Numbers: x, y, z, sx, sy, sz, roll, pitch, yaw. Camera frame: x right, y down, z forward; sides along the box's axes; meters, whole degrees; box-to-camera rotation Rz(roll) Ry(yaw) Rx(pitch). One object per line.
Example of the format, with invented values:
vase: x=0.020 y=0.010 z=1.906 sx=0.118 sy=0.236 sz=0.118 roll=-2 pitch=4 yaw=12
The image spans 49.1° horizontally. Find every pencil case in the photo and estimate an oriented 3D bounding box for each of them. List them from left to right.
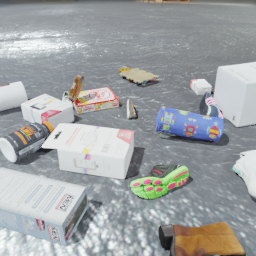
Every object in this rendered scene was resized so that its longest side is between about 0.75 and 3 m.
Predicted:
pencil case: x=2.394 y=-0.166 z=10.926 sx=2.603 sy=1.016 sz=1.130 roll=10 pitch=33 yaw=5

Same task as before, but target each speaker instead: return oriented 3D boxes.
speaker: x=-6.182 y=-1.267 z=12.822 sx=2.918 sy=1.185 sz=1.185 roll=-19 pitch=36 yaw=-27

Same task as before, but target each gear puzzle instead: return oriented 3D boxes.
gear puzzle: x=0.355 y=-3.098 z=16.618 sx=1.515 sy=0.383 sz=2.926 roll=-22 pitch=35 yaw=-28

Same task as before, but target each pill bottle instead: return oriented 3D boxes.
pill bottle: x=-3.608 y=0.411 z=10.262 sx=0.988 sy=0.988 sz=1.861 roll=22 pitch=37 yaw=31

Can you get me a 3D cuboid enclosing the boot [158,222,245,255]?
boot: x=1.819 y=3.024 z=6.621 sx=1.894 sy=0.648 sz=1.783 roll=2 pitch=23 yaw=-10

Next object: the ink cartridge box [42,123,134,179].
ink cartridge box: x=-1.324 y=0.733 z=9.765 sx=2.833 sy=0.956 sz=1.650 roll=8 pitch=33 yaw=9

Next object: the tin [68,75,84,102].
tin: x=-2.356 y=-1.802 z=12.756 sx=0.267 sy=1.275 sz=0.714 roll=20 pitch=-8 yaw=13

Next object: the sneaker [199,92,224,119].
sneaker: x=3.830 y=-0.930 z=12.870 sx=0.897 sy=0.767 sz=2.187 roll=22 pitch=34 yaw=-2

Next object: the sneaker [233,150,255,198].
sneaker: x=3.857 y=1.425 z=8.960 sx=1.019 sy=0.866 sz=2.302 roll=3 pitch=23 yaw=27

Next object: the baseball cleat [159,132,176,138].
baseball cleat: x=1.603 y=0.226 z=11.322 sx=0.781 sy=0.272 sz=0.416 roll=-3 pitch=16 yaw=-9

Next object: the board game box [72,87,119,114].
board game box: x=-1.642 y=-1.365 z=13.628 sx=2.001 sy=0.463 sz=1.516 roll=-12 pitch=34 yaw=-19

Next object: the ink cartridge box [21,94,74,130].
ink cartridge box: x=-3.505 y=-0.690 z=12.218 sx=1.893 sy=0.811 sz=1.397 roll=24 pitch=39 yaw=31

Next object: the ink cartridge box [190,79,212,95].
ink cartridge box: x=3.908 y=-2.200 z=14.996 sx=0.794 sy=0.463 sz=1.091 roll=-5 pitch=31 yaw=-8

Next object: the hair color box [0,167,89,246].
hair color box: x=-2.674 y=2.064 z=7.699 sx=2.824 sy=0.856 sz=1.398 roll=9 pitch=33 yaw=16

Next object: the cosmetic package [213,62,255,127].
cosmetic package: x=5.473 y=-1.551 z=12.385 sx=2.502 sy=2.081 sz=2.094 roll=-10 pitch=33 yaw=-13

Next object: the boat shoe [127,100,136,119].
boat shoe: x=0.149 y=-0.876 z=12.861 sx=0.390 sy=0.471 sz=1.312 roll=1 pitch=36 yaw=-2

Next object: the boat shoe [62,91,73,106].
boat shoe: x=-2.984 y=-1.320 z=13.542 sx=0.534 sy=0.485 sz=1.453 roll=-10 pitch=33 yaw=-16

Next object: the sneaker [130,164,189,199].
sneaker: x=0.937 y=1.608 z=8.724 sx=1.991 sy=0.764 sz=0.834 roll=-10 pitch=18 yaw=-25
